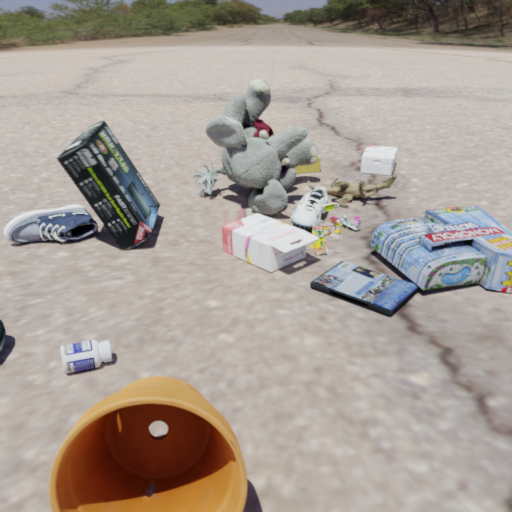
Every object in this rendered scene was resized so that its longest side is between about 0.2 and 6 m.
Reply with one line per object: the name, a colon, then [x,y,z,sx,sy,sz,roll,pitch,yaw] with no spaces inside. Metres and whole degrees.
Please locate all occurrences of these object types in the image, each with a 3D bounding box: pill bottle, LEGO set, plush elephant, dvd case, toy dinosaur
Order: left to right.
pill bottle: [-2.314,1.356,7.644,0.633,0.379,0.379,-8,27,-17]
plush elephant: [0.113,-2.394,12.989,3.185,2.623,2.466,-39,22,-10]
LEGO set: [1.456,-0.625,11.404,0.771,0.624,1.676,18,31,31]
toy dinosaur: [2.208,-1.567,13.583,2.333,0.679,1.180,-1,9,26]
dvd case: [1.852,0.534,9.596,1.545,0.136,1.103,20,32,34]

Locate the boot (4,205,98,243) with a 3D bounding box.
boot: [-4.114,-0.561,11.298,1.720,0.626,0.777,-22,40,-28]

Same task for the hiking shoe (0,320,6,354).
hiking shoe: [-4.176,1.272,7.042,0.901,1.050,2.421,11,28,21]

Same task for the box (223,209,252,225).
box: [-0.392,-0.809,11.943,0.597,0.382,0.325,-2,3,-1]

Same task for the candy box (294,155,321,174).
candy box: [0.866,-2.651,15.736,1.661,0.469,0.969,-5,27,-12]

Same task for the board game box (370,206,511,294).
board game box: [3.730,-0.090,10.068,2.421,0.747,2.420,-6,27,-20]

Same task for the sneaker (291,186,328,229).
sneaker: [1.179,-1.062,12.209,0.618,0.623,1.720,16,29,10]

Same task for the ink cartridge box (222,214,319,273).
ink cartridge box: [0.263,-0.224,10.647,0.993,0.575,1.705,-22,32,-37]

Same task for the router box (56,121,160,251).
router box: [-2.864,-1.438,11.255,0.692,2.228,1.670,-26,25,10]

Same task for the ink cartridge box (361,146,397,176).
ink cartridge box: [3.470,-2.699,15.783,0.880,0.512,1.208,8,26,16]

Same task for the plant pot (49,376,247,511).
plant pot: [-0.958,1.903,5.336,1.676,1.676,1.173,-2,10,-5]
